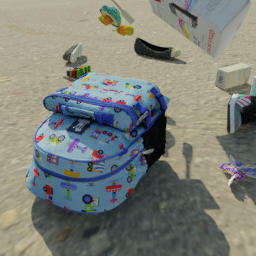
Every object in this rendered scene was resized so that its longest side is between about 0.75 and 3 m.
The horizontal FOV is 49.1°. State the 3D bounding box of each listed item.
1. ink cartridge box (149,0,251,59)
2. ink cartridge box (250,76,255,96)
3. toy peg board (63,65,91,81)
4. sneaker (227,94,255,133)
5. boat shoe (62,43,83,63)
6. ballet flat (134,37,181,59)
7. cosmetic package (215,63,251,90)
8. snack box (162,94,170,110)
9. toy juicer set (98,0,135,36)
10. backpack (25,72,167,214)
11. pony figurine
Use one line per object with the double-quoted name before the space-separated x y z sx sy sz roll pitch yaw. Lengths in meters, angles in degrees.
"ink cartridge box" 2.042 -3.755 8.682 2.928 1.254 2.161 44 4 15
"ink cartridge box" 5.679 -1.050 8.987 2.781 1.164 2.017 26 39 37
"toy peg board" -2.110 -2.434 12.034 0.997 0.490 1.002 20 36 30
"sneaker" 3.677 -0.428 8.291 1.311 0.908 2.171 4 28 26
"boat shoe" -2.780 -3.911 14.360 0.569 0.680 1.903 9 35 5
"ballet flat" 1.469 -4.158 14.661 2.766 0.786 0.919 18 37 28
"cosmetic package" 4.199 -2.074 11.187 1.425 0.738 0.521 -18 36 -26
"snack box" 0.614 -0.773 7.017 0.888 0.516 0.165 29 75 12
"toy juicer set" -0.420 -3.803 10.037 1.447 0.619 2.274 39 0 -10
"backpack" -0.760 0.251 6.035 2.681 1.976 2.937 16 35 24
"pony figurine" 2.464 0.956 6.271 0.803 0.669 0.775 6 -1 16
